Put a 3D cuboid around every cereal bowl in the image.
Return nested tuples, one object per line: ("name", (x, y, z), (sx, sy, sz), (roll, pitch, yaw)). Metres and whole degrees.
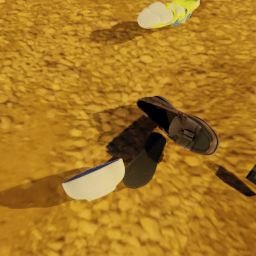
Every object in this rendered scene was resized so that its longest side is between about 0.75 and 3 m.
("cereal bowl", (-0.798, 1.390, 7.207), (1.636, 1.636, 0.681), (-23, 88, -14))

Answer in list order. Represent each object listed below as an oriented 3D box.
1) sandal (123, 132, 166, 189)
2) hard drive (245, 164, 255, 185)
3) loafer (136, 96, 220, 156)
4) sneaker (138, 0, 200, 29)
("sandal", (0.517, 0.979, 8.020), (0.757, 0.482, 2.014), (33, 55, 7))
("hard drive", (3.804, 1.161, 7.575), (0.714, 0.168, 1.024), (37, 99, 18))
("loafer", (1.279, -0.105, 8.075), (0.896, 1.023, 2.845), (2, 28, -42))
("sneaker", (1.575, -4.303, 10.986), (2.568, 1.349, 0.973), (-23, 76, -6))
